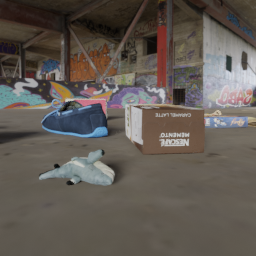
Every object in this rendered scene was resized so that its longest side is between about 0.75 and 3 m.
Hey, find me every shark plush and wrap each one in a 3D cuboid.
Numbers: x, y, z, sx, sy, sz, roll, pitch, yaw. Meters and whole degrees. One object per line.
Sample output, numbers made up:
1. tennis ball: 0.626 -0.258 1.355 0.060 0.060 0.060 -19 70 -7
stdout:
1. shark plush: -0.593 0.491 3.187 0.910 0.413 0.379 5 36 6

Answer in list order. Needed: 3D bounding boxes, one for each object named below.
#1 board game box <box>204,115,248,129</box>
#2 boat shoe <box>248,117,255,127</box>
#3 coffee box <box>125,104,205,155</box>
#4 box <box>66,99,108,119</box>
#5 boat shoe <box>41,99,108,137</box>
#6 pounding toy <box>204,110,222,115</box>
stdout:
1. board game box: 3.100 -0.262 10.827 2.379 0.412 1.612 -1 6 -14
2. boat shoe: 4.957 -0.167 10.530 1.077 0.384 0.347 3 41 23
3. coffee box: 0.651 -0.065 5.890 1.182 0.824 2.067 -1 7 -7
4. box: -2.133 -0.970 14.742 2.072 1.129 1.325 0 5 -1
5. boat shoe: -1.542 -0.343 8.316 2.964 1.017 1.247 4 7 41
6. pounding toy: 4.105 -0.580 13.229 0.986 0.564 0.566 2 -3 24
